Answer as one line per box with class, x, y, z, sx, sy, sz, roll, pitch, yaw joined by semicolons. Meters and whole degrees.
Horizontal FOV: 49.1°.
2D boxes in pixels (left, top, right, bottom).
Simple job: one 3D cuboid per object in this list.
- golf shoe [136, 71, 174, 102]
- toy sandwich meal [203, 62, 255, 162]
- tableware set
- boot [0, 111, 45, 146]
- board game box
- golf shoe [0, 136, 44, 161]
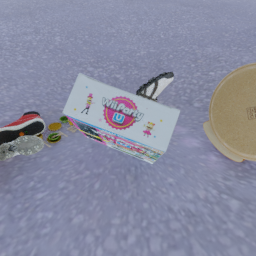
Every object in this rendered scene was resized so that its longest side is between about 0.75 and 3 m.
golf shoe;0.542;-0.725;7.891;2.117;1.000;0.823;-37;6;11
toy sandwich meal;3.057;-0.299;6.649;2.519;2.519;0.863;29;19;33
tableware set;-2.033;0.026;8.012;0.860;0.196;1.276;24;44;32
boot;-3.172;0.013;7.842;1.573;0.570;1.135;-22;28;-18
board game box;-0.118;-0.032;5.885;1.886;2.557;0.822;21;78;4
golf shoe;-2.519;0.417;6.735;1.230;0.482;0.598;-11;7;12
